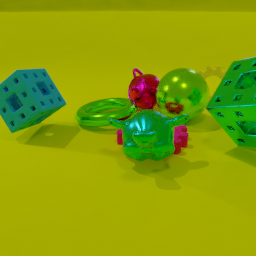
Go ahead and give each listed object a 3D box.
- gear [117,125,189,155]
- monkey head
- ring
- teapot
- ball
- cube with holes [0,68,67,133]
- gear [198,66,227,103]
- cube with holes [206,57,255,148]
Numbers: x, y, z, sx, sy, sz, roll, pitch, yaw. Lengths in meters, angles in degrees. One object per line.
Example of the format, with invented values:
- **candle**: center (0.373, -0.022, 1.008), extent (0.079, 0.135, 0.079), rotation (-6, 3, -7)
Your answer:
- **gear**: center (0.557, 0.156, 6.446), extent (1.604, 0.297, 1.604), rotation (0, 25, 0)
- **monkey head**: center (0.352, 0.045, 5.190), extent (1.605, 1.155, 0.967), rotation (-3, 66, 9)
- **ring**: center (-0.577, -0.451, 7.482), extent (1.678, 0.336, 1.678), rotation (-7, 21, 3)
- **teapot**: center (0.435, -1.030, 8.103), extent (0.836, 1.062, 1.708), rotation (8, 58, -37)
- **ball**: center (1.412, -0.865, 7.331), extent (1.387, 1.387, 1.387), rotation (0, 25, 0)
- **cube with holes**: center (-2.321, -0.666, 6.561), extent (1.026, 1.026, 1.026), rotation (-30, 2, 23)
- **gear**: center (2.558, -1.273, 8.420), extent (1.175, 1.175, 0.217), rotation (10, 17, 21)
- **cube with holes**: center (2.701, -0.504, 5.602), extent (1.327, 1.327, 1.327), rotation (-56, 27, -18)
